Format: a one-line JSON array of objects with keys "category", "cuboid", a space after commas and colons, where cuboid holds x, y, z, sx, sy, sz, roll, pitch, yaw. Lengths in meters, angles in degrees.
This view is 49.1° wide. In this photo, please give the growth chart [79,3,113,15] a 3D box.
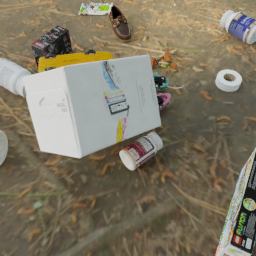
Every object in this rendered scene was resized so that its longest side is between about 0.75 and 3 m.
[{"category": "growth chart", "cuboid": [-1.646, -6.210, 14.572, 1.755, 0.156, 1.270, -1, 51, -2]}]

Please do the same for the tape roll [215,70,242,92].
[{"category": "tape roll", "cuboid": [3.971, -1.880, 11.060, 0.959, 0.335, 0.959, 0, 52, 1]}]

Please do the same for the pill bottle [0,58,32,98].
[{"category": "pill bottle", "cuboid": [-4.268, -1.867, 10.613, 1.784, 1.011, 1.011, 29, 57, 21]}]

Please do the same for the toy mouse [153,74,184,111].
[{"category": "toy mouse", "cuboid": [1.029, -1.305, 10.522, 2.148, 0.468, 2.417, -9, 53, -6]}]

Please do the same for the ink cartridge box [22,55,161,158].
[{"category": "ink cartridge box", "cuboid": [-0.937, -0.684, 7.814, 2.947, 2.132, 2.170, -20, 14, -41]}]

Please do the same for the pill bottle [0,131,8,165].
[{"category": "pill bottle", "cuboid": [-5.168, 0.520, 8.433, 2.686, 1.492, 1.492, 4, 52, 4]}]

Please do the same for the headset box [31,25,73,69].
[{"category": "headset box", "cuboid": [-3.102, -3.127, 11.433, 0.668, 1.288, 1.731, 27, 58, 20]}]

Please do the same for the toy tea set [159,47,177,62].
[{"category": "toy tea set", "cuboid": [1.816, -3.128, 12.115, 0.975, 0.361, 0.580, -36, 31, -21]}]

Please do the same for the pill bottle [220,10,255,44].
[{"category": "pill bottle", "cuboid": [5.155, -4.651, 12.804, 0.999, 0.999, 1.726, -34, 59, -24]}]

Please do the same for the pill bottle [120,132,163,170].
[{"category": "pill bottle", "cuboid": [0.430, 0.697, 8.794, 1.267, 0.723, 0.723, -32, 59, -22]}]

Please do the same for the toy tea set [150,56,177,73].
[{"category": "toy tea set", "cuboid": [1.357, -2.579, 11.636, 1.341, 0.496, 0.797, 26, 27, 23]}]

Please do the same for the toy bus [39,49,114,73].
[{"category": "toy bus", "cuboid": [-1.926, -2.275, 10.867, 2.837, 1.111, 0.923, -8, 54, -6]}]

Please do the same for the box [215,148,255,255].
[{"category": "box", "cuboid": [3.007, 2.030, 7.224, 0.494, 1.565, 2.845, 22, 55, 16]}]

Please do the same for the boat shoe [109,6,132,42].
[{"category": "boat shoe", "cuboid": [-0.417, -4.950, 13.203, 0.765, 0.764, 2.172, -17, 55, -14]}]
